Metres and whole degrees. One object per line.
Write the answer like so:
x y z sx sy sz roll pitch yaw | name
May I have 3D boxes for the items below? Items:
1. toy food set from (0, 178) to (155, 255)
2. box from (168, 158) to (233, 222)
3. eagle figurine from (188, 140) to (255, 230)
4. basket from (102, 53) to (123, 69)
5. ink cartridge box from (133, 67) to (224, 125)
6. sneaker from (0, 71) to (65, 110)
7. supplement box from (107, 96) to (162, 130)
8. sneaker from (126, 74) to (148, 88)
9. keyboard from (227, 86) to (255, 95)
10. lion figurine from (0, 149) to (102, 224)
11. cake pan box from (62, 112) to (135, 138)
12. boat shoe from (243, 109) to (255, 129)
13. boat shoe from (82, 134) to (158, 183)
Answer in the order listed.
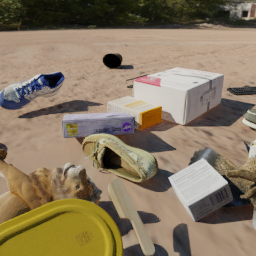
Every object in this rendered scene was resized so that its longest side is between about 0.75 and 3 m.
-0.813 1.676 3.555 2.253 0.736 1.325 -17 53 -31 | toy food set
1.233 1.044 4.847 0.759 0.433 0.825 -29 28 -2 | box
2.151 0.848 4.999 1.530 1.522 2.017 42 -8 -1 | eagle figurine
-0.785 -3.947 16.291 1.126 0.849 1.249 15 21 6 | basket
1.753 -1.219 9.513 1.994 1.127 2.722 18 29 35 | ink cartridge box
-3.170 -1.376 9.287 2.359 0.888 1.040 -34 0 -41 | sneaker
0.184 -0.488 8.579 0.937 0.547 1.487 -21 31 -39 | supplement box
0.971 -1.984 12.076 1.964 0.590 1.025 8 24 29 | sneaker
4.925 -1.602 11.629 1.565 0.201 0.939 -3 23 -9 | keyboard
-1.852 1.328 4.017 1.745 1.032 2.849 38 53 18 | lion figurine
-0.819 -0.130 7.311 1.705 0.484 1.851 -2 7 -11 | cake pan box
4.794 -0.288 7.667 3.017 0.902 1.078 8 25 18 | boat shoe
-0.309 0.604 5.861 1.891 0.693 0.593 14 25 32 | boat shoe
